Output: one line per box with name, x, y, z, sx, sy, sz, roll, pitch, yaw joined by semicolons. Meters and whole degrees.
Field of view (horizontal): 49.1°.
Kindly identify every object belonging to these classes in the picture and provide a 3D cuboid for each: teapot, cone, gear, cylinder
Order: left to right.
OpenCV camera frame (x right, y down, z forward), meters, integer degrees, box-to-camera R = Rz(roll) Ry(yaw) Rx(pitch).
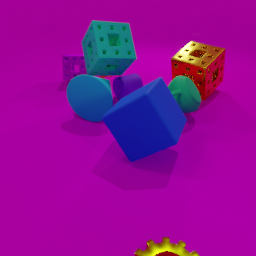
cone;-0.893;-1.239;8.953;1.539;1.539;1.544;11;34;17
cylinder;-0.006;-1.488;10.038;0.815;0.815;0.815;-19;38;-29
gear;0.655;2.376;4.601;1.209;0.224;1.209;0;31;0
teapot;1.674;-0.970;8.731;0.946;1.201;1.932;-30;-13;31

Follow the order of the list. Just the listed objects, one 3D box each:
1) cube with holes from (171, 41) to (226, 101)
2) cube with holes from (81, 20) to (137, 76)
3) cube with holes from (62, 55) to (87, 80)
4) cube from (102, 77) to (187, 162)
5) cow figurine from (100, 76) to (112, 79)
cube with holes;2.549;-2.104;10.199;1.374;1.374;1.374;26;55;34
cube with holes;-0.655;-2.549;9.158;1.257;1.257;1.257;-6;-12;-26
cube with holes;-1.998;-2.347;10.979;0.929;0.929;0.929;0;9;-1
cube;0.458;-0.220;7.004;1.366;1.366;1.366;-26;14;31
cow figurine;-1.028;-2.597;10.862;0.725;1.321;1.300;-3;2;13
